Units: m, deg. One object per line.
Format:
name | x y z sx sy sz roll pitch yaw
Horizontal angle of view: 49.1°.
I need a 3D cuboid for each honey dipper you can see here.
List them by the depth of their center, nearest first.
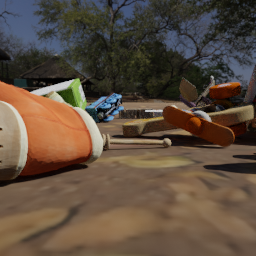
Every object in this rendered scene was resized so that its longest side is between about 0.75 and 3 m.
honey dipper | 0.050 0.267 4.975 1.485 0.282 0.282 3 5 -12

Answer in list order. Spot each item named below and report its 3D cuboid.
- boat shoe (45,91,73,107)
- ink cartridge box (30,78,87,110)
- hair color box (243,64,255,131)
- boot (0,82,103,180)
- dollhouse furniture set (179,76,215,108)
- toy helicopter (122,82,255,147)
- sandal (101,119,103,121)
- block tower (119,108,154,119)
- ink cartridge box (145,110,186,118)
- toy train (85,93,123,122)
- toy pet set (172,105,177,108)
boat shoe | -1.830 -0.380 7.774 0.621 0.726 1.981 35 -7 8
ink cartridge box | -2.917 -0.773 9.633 2.696 1.021 1.992 -15 17 1
hair color box | 3.416 -0.622 6.592 1.157 0.709 2.338 1 -19 15
boot | -1.577 -0.099 4.178 1.526 1.068 2.847 -1 21 -40
dollhouse furniture set | 2.379 -1.137 8.419 1.354 1.213 1.709 41 2 23
toy helicopter | 1.221 -0.114 6.126 2.908 1.147 1.923 -9 13 17
sandal | -1.690 -0.478 10.953 1.612 0.386 0.606 1 6 -2
block tower | 0.374 -0.627 12.167 1.547 0.447 0.418 1 6 -3
ink cartridge box | 1.276 -0.359 9.459 1.401 0.475 0.806 1 6 5
toy train | -0.849 -0.789 10.607 0.968 0.735 1.695 3 29 25
toy pet set | 2.224 -0.667 13.360 0.885 0.470 0.826 -9 46 -40
